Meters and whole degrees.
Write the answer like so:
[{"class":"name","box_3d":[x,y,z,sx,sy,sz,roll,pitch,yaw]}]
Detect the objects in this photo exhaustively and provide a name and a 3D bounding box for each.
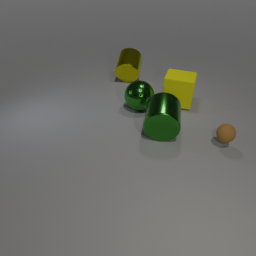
[{"class":"ball","box_3d":[3.615,0.186,10.312,0.700,0.700,0.700,0,31,0]},{"class":"cylinder","box_3d":[1.359,-0.442,10.945,1.400,1.400,1.400,5,42,8]},{"class":"cylinder","box_3d":[0.049,-3.605,16.079,1.400,1.400,1.400,6,57,10]},{"class":"cube","box_3d":[2.458,-1.891,13.482,1.400,1.400,1.400,11,32,12]},{"class":"ball","box_3d":[0.528,-1.498,12.970,1.400,1.400,1.400,0,31,0]}]
